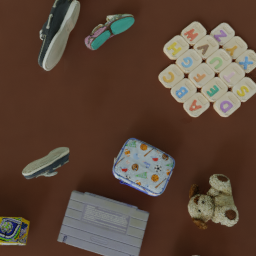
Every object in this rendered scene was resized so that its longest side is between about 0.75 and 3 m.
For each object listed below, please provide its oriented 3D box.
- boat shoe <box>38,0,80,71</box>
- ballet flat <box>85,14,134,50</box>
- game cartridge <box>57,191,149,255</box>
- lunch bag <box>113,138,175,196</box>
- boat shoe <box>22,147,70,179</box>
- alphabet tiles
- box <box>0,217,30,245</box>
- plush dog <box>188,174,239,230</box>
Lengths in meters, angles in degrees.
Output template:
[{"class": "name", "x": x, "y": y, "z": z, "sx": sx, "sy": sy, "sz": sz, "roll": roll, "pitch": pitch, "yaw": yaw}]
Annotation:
[{"class": "boat shoe", "x": -2.040, "y": -2.638, "z": 7.768, "sx": 0.679, "sy": 0.851, "sz": 2.250, "roll": 19, "pitch": 69, "yaw": 2}, {"class": "ballet flat", "x": -0.578, "y": -2.832, "z": 7.958, "sx": 1.575, "sy": 0.545, "sz": 0.561, "roll": -37, "pitch": 63, "yaw": -5}, {"class": "game cartridge", "x": -0.605, "y": 2.471, "z": 7.111, "sx": 2.062, "sy": 0.396, "sz": 1.337, "roll": 15, "pitch": 77, "yaw": 5}, {"class": "lunch bag", "x": 0.359, "y": 1.021, "z": 7.205, "sx": 1.506, "sy": 0.569, "sz": 1.206, "roll": 26, "pitch": 75, "yaw": 4}, {"class": "boat shoe", "x": -1.787, "y": 0.844, "z": 6.279, "sx": 0.504, "sy": 1.346, "sz": 0.416, "roll": 2, "pitch": 109, "yaw": 22}, {"class": "alphabet tiles", "x": 2.314, "y": -1.686, "z": 7.889, "sx": 2.635, "sy": 0.197, "sz": 2.694, "roll": -39, "pitch": 83, "yaw": -6}, {"class": "box", "x": -3.496, "y": 2.533, "z": 6.907, "sx": 1.884, "sy": 0.660, "sz": 0.606, "roll": 1, "pitch": 63, "yaw": 0}, {"class": "plush dog", "x": 2.076, "y": 1.951, "z": 7.050, "sx": 1.127, "sy": 1.052, "sz": 1.312, "roll": -11, "pitch": 52, "yaw": 12}]
